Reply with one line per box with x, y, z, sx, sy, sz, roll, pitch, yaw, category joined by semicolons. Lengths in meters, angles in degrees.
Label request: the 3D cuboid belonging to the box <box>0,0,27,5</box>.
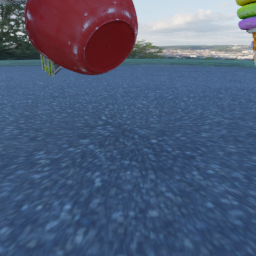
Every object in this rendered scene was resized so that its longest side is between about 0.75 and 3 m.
-2.804;-4.181;8.304;2.060;0.704;0.846;-11;62;-27;box

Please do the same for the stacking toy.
2.211;-1.968;4.592;1.119;2.039;1.184;0;14;18;stacking toy

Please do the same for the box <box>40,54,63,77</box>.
-1.731;-2.972;9.038;0.463;2.664;1.466;38;-22;1;box

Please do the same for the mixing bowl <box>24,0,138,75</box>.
-0.843;-2.468;7.067;2.977;2.977;1.613;-14;52;-38;mixing bowl
